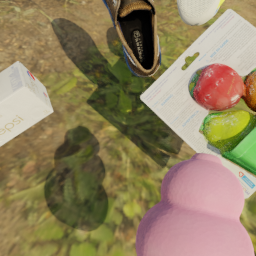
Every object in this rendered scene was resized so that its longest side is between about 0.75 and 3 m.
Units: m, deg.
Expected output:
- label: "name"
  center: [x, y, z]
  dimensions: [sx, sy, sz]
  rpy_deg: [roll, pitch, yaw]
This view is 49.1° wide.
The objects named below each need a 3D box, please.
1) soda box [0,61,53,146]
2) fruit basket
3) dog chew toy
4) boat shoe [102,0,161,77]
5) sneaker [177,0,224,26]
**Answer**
- label: "soda box"
  center: [-2.731, -0.106, 5.269]
  dimensions: [2.507, 0.854, 0.798]
  rpy_deg: [-32, 53, 5]
- label: "fruit basket"
  center: [1.830, -0.460, 4.737]
  dimensions: [2.259, 1.143, 2.439]
  rpy_deg: [-46, 74, 0]
- label: "dog chew toy"
  center: [0.592, 1.278, 2.705]
  dimensions: [1.302, 1.302, 2.091]
  rpy_deg: [11, 77, 8]
- label: "boat shoe"
  center: [0.102, -2.468, 5.643]
  dimensions: [1.057, 2.927, 1.059]
  rpy_deg: [-22, 14, 1]
- label: "sneaker"
  center: [1.938, -3.326, 6.499]
  dimensions: [1.127, 1.562, 2.975]
  rpy_deg: [11, 74, 25]
